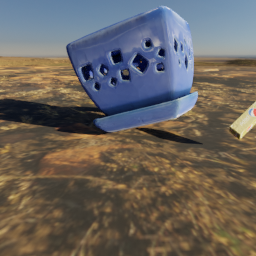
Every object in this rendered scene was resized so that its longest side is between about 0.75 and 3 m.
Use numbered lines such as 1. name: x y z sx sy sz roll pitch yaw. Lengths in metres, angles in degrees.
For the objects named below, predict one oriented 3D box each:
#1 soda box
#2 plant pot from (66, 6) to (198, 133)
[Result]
1. soda box: 2.826 -0.190 6.582 0.947 0.303 0.321 -42 60 -6
2. plant pot: 0.395 -1.423 7.897 2.868 2.579 2.868 -12 6 25
